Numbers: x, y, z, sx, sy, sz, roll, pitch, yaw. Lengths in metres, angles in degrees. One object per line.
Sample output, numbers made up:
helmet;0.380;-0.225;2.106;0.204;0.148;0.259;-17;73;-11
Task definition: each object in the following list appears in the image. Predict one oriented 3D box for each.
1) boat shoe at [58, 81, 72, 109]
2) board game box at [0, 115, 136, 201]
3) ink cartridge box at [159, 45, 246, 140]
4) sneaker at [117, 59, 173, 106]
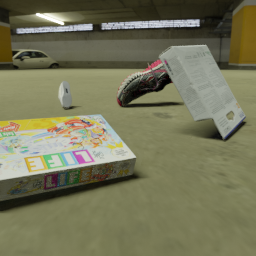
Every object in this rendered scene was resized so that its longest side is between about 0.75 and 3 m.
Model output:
boat shoe;-2.516;-1.234;10.973;0.451;1.271;0.444;13;-37;-40
board game box;-1.215;0.360;4.663;2.273;0.389;1.528;-6;34;-30
ink cartridge box;2.177;-1.066;7.779;0.562;2.594;2.546;-29;-3;36
sneaker;0.751;-1.770;11.392;2.821;1.137;1.053;-35;64;-12
